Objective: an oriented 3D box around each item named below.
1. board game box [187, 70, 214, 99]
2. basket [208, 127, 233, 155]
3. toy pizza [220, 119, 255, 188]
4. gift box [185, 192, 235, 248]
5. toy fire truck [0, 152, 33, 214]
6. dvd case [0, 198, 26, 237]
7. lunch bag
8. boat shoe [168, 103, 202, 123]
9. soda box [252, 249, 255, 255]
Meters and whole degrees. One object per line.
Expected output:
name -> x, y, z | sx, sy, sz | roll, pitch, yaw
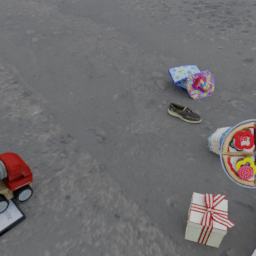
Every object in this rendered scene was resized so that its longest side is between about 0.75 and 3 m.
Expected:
board game box -> 3.397, -1.965, 12.759 | 1.478, 1.167, 0.288 | -15, 10, -16
basket -> 3.690, 0.492, 10.067 | 1.190, 0.938, 1.349 | -33, 21, -31
toy pizza -> 2.889, 0.594, 6.336 | 1.582, 1.582, 0.251 | -1, 2, -2
gift box -> 2.269, 2.501, 7.800 | 1.207, 1.127, 1.114 | 7, 43, 9
toy fire truck -> -4.040, 1.150, 8.099 | 2.126, 2.415, 1.554 | -23, 46, -40
dvd case -> -4.328, 2.784, 8.188 | 2.160, 0.190, 1.541 | -33, 51, -32
lunch bag -> 2.733, -2.419, 13.437 | 1.416, 0.902, 1.204 | 1, 41, -14
boat shoe -> 2.381, -0.648, 11.772 | 1.495, 0.485, 0.547 | 19, 46, 20
soda box -> 3.650, 3.279, 7.379 | 0.499, 0.533, 1.566 | 33, 51, 31
